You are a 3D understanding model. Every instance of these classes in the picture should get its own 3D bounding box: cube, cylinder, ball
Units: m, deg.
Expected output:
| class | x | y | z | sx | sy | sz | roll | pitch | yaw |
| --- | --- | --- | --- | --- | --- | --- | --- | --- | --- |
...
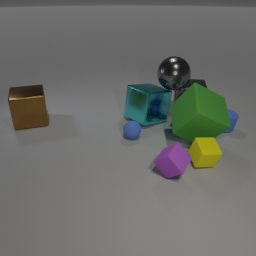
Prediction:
| class | x | y | z | sx | sy | sz | roll | pitch | yaw |
| --- | --- | --- | --- | --- | --- | --- | --- | --- | --- |
| cube | 2.842 | -1.405 | 12.994 | 1.400 | 1.400 | 1.400 | 4 | 27 | 8 |
| cube | 1.362 | 0.988 | 8.523 | 0.700 | 0.700 | 0.700 | -32 | 11 | 49 |
| cube | 2.489 | 0.791 | 9.088 | 0.700 | 0.700 | 0.700 | 0 | 46 | -15 |
| cylinder | 4.064 | -0.293 | 11.443 | 0.700 | 0.700 | 0.700 | 6 | 35 | -4 |
| cube | -4.230 | -0.913 | 11.959 | 1.400 | 1.400 | 1.400 | -8 | 31 | -16 |
| cube | 0.840 | -1.061 | 12.118 | 1.400 | 1.400 | 1.400 | -11 | 28 | -38 |
| ball | 1.911 | -2.265 | 11.660 | 1.400 | 1.400 | 1.400 | 0 | 27 | 0 |
| cube | 2.507 | -0.448 | 9.869 | 1.400 | 1.400 | 1.400 | 22 | 49 | -20 |
| ball | 0.166 | 0.072 | 10.850 | 0.700 | 0.700 | 0.700 | 0 | 27 | 0 |
